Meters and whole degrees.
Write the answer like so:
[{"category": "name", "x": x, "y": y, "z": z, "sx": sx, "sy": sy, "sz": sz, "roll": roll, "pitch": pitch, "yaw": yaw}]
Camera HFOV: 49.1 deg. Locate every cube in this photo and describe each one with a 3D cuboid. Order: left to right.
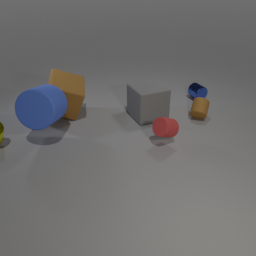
[{"category": "cube", "x": -2.680, "y": -1.398, "z": 11.759, "sx": 1.400, "sy": 1.400, "sz": 1.400, "roll": 11, "pitch": 41, "yaw": -21}, {"category": "cube", "x": 0.853, "y": -1.133, "z": 12.001, "sx": 1.400, "sy": 1.400, "sz": 1.400, "roll": -13, "pitch": 32, "yaw": -21}]

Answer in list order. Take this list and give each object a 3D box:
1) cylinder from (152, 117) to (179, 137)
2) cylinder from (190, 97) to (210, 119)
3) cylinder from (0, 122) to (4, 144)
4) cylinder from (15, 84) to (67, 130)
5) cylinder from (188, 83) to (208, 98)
[{"category": "cylinder", "x": 1.346, "y": -0.021, "z": 10.022, "sx": 0.700, "sy": 0.700, "sz": 0.700, "roll": 5, "pitch": 19, "yaw": -46}, {"category": "cylinder", "x": 3.068, "y": -0.841, "z": 11.951, "sx": 0.700, "sy": 0.700, "sz": 0.700, "roll": 12, "pitch": 69, "yaw": 19}, {"category": "cylinder", "x": -4.763, "y": 0.186, "z": 9.899, "sx": 0.700, "sy": 0.700, "sz": 0.700, "roll": 12, "pitch": 53, "yaw": -16}, {"category": "cylinder", "x": -3.041, "y": -0.774, "z": 9.966, "sx": 1.400, "sy": 1.400, "sz": 1.400, "roll": 3, "pitch": 16, "yaw": 5}, {"category": "cylinder", "x": 3.424, "y": -1.795, "z": 13.778, "sx": 0.700, "sy": 0.700, "sz": 0.700, "roll": -13, "pitch": 34, "yaw": -22}]
